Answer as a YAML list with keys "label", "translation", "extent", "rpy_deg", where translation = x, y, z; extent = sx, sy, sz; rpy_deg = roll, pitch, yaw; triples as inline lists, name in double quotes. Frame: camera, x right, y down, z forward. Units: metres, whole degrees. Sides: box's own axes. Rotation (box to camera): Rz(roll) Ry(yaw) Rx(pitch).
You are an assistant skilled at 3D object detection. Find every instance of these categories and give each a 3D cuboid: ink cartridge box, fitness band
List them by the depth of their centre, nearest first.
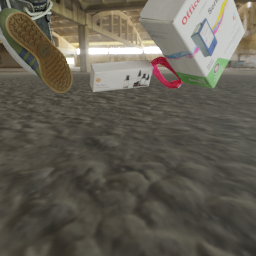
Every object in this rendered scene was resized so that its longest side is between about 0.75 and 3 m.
- label: "ink cartridge box"
  translation: [1.856, -2.750, 7.629]
  extent: [1.251, 2.077, 2.859]
  rpy_deg: [24, -10, 44]
- label: "fitness band"
  translation: [1.299, -1.883, 9.526]
  extent: [0.315, 1.208, 1.682]
  rpy_deg: [-43, 13, -5]

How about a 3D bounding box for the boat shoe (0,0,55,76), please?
- label: "boat shoe"
  translation: [-2.046, -2.422, 5.511]
  extent: [1.047, 2.952, 1.064]
  rpy_deg: [6, 35, 39]

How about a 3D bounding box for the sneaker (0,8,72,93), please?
- label: "sneaker"
  translation: [-1.561, -1.326, 4.743]
  extent: [0.548, 1.635, 0.734]
  rpy_deg: [-45, 53, -10]

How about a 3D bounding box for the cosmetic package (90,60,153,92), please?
- label: "cosmetic package"
  translation: [-0.225, -1.773, 9.498]
  extent: [2.051, 0.847, 0.519]
  rpy_deg: [-9, 48, -18]
